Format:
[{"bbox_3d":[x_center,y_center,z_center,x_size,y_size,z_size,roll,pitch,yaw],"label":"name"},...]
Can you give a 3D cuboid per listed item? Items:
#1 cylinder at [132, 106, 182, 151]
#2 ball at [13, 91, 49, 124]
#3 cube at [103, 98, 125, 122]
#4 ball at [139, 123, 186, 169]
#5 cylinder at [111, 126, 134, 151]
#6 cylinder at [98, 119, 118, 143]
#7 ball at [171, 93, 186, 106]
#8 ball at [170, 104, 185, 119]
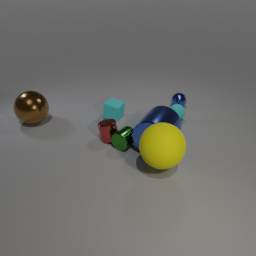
[{"bbox_3d":[1.053,0.097,9.972,1.400,1.400,1.400,13,32,22],"label":"cylinder"},{"bbox_3d":[-4.015,-0.848,11.660,1.400,1.400,1.400,0,30,0],"label":"ball"},{"bbox_3d":[-0.614,-0.800,12.185,0.700,0.700,0.700,19,35,16],"label":"cube"},{"bbox_3d":[1.037,0.539,8.456,1.400,1.400,1.400,0,30,0],"label":"ball"},{"bbox_3d":[-0.131,0.373,10.214,0.700,0.700,0.700,19,34,29],"label":"cylinder"},{"bbox_3d":[-0.733,0.096,10.581,0.700,0.700,0.700,-10,24,5],"label":"cylinder"},{"bbox_3d":[2.394,-1.308,13.170,0.700,0.700,0.700,0,30,0],"label":"ball"},{"bbox_3d":[2.096,-0.676,12.009,0.700,0.700,0.700,0,30,0],"label":"ball"}]
